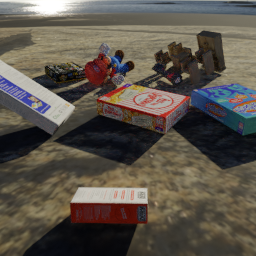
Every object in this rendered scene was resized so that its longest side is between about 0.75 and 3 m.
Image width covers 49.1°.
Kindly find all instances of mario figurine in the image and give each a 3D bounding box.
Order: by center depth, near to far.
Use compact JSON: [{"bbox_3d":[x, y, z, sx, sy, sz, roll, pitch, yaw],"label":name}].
[{"bbox_3d":[-0.714,-2.869,12.460,1.805,1.550,2.925,14,29,26],"label":"mario figurine"}]

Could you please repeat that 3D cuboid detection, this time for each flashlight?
[{"bbox_3d":[1.742,-2.403,12.307,0.524,0.526,1.549,26,16,-45],"label":"flashlight"}]

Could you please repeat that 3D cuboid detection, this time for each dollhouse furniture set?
[{"bbox_3d":[3.156,-3.073,13.361,2.810,1.867,2.463,-35,38,-15],"label":"dollhouse furniture set"}]

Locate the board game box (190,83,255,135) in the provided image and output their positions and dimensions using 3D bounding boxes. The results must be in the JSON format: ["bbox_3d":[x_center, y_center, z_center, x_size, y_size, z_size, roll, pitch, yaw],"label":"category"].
[{"bbox_3d":[3.678,-0.737,9.285,2.010,0.595,2.643,-11,29,-21],"label":"board game box"}]

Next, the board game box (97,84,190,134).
[{"bbox_3d":[0.522,-0.732,9.257,2.491,0.577,1.887,17,32,27],"label":"board game box"}]

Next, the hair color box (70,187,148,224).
[{"bbox_3d":[-0.309,1.396,5.101,1.338,0.410,0.679,-1,12,4],"label":"hair color box"}]

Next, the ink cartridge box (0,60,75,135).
[{"bbox_3d":[-3.124,-0.990,8.401,2.901,0.538,1.374,34,29,-6],"label":"ink cartridge box"}]

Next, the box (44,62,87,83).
[{"bbox_3d":[-2.952,-2.642,13.188,1.463,0.452,1.832,-14,30,-29],"label":"box"}]
